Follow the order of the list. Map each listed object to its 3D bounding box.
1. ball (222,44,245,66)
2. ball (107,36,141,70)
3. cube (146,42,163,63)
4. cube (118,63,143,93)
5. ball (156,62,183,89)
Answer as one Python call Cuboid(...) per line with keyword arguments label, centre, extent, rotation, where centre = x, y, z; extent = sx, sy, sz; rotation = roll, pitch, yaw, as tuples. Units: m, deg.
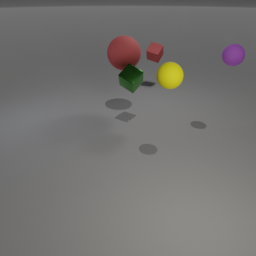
Cuboid(label="ball", centre=(3.399, -2.353, 9.030), extent=(0.700, 0.700, 0.700), rotation=(0, 27, 0))
Cuboid(label="ball", centre=(-0.167, -3.105, 11.637), extent=(1.400, 1.400, 1.400), rotation=(0, 27, 0))
Cuboid(label="cube", centre=(1.458, -4.087, 15.145), extent=(0.700, 0.700, 0.700), rotation=(23, 69, 17))
Cuboid(label="cube", centre=(0.122, -1.929, 10.902), extent=(0.700, 0.700, 0.700), rotation=(35, 72, 17))
Cuboid(label="ball", centre=(1.094, -1.372, 7.339), extent=(0.700, 0.700, 0.700), rotation=(0, 27, 0))
